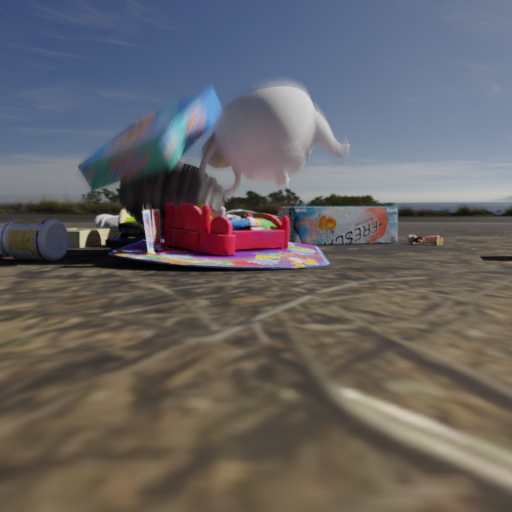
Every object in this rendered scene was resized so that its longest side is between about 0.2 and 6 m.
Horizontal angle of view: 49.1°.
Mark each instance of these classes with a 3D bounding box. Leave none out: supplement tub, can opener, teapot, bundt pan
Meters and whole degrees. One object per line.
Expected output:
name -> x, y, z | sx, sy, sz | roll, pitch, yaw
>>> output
supplement tub -> -3.946, -0.284, 9.891 | 1.028, 0.747, 0.747 | 2, 5, 18
can opener -> -2.563, -0.412, 13.605 | 1.636, 0.519, 0.643 | 10, -22, 4
supplement tub -> -0.642, -2.453, 12.628 | 0.820, 0.820, 1.128 | -3, -5, -36
teapot -> 0.227, -2.045, 10.452 | 2.073, 1.534, 2.100 | -9, -9, -34
bundt pan -> -1.860, -1.134, 11.936 | 2.361, 0.886, 2.361 | 12, -21, 5

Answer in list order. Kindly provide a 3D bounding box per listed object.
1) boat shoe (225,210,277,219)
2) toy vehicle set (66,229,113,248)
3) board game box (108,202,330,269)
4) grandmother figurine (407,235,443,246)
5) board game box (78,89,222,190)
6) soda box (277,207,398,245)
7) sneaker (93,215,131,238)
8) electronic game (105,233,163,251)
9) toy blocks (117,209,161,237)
boat shoe -> -0.008, -0.883, 16.445 | 2.659, 0.940, 0.847 | 2, 3, 4
toy vehicle set -> -5.614, -0.488, 14.709 | 3.144, 0.417, 1.953 | 1, 4, 9
board game box -> -0.517, -0.513, 10.178 | 3.529, 0.870, 4.467 | 3, 7, 2
grandmother figurine -> 4.453, -0.421, 14.863 | 0.951, 0.288, 0.577 | 8, 0, 45
board game box -> -1.890, -2.219, 10.491 | 1.892, 0.560, 2.487 | -13, 27, 26
soda box -> 2.243, -0.841, 15.275 | 3.231, 1.027, 1.105 | -3, 5, -20
sneaker -> -3.847, -0.827, 17.271 | 1.093, 0.996, 2.666 | 15, 17, 18
electronic game -> -2.357, -0.305, 12.399 | 1.926, 0.401, 1.926 | 1, 4, 0
toy blocks -> -2.081, -0.781, 14.841 | 2.627, 0.954, 2.190 | -1, 5, 3
